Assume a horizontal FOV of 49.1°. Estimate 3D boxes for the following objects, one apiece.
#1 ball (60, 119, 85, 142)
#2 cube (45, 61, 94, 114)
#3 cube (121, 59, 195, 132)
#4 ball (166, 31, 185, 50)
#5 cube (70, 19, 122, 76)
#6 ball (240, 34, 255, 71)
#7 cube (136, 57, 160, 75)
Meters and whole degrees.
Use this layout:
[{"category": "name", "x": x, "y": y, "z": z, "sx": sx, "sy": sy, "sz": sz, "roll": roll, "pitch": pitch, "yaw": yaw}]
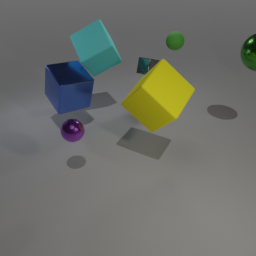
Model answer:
[{"category": "ball", "x": -1.629, "y": 0.073, "z": 8.233, "sx": 0.700, "sy": 0.700, "sz": 0.700, "roll": 0, "pitch": 31, "yaw": 0}, {"category": "cube", "x": -2.331, "y": -1.614, "z": 10.997, "sx": 1.400, "sy": 1.400, "sz": 1.400, "roll": -18, "pitch": 53, "yaw": -32}, {"category": "cube", "x": 0.918, "y": -0.971, "z": 8.738, "sx": 1.400, "sy": 1.400, "sz": 1.400, "roll": 42, "pitch": 58, "yaw": -9}, {"category": "ball", "x": 1.812, "y": -3.340, "z": 10.744, "sx": 0.700, "sy": 0.700, "sz": 0.700, "roll": 0, "pitch": 31, "yaw": 0}, {"category": "cube", "x": -1.293, "y": -3.263, "z": 11.589, "sx": 1.400, "sy": 1.400, "sz": 1.400, "roll": -27, "pitch": 71, "yaw": 8}, {"category": "ball", "x": 4.868, "y": -2.779, "z": 10.260, "sx": 1.400, "sy": 1.400, "sz": 1.400, "roll": 0, "pitch": 31, "yaw": 0}, {"category": "cube", "x": 0.900, "y": -2.690, "z": 12.330, "sx": 0.700, "sy": 0.700, "sz": 0.700, "roll": -3, "pitch": 18, "yaw": -43}]
